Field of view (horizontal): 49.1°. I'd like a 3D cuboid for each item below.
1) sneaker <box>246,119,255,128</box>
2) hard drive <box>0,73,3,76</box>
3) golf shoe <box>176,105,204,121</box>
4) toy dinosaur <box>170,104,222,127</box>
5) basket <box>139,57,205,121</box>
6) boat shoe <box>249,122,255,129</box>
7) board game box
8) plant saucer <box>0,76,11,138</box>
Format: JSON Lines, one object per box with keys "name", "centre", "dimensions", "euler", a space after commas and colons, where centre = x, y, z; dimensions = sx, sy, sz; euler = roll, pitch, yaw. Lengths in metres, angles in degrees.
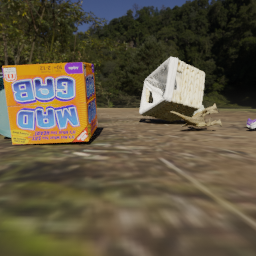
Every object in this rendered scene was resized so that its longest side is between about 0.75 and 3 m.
{"name": "sneaker", "centre": [4.063, -0.161, 8.574], "dimensions": [0.854, 0.356, 0.344], "euler": [4, 4, 39]}
{"name": "hard drive", "centre": [-2.921, -0.699, 7.235], "dimensions": [2.462, 1.661, 0.521], "euler": [0, -29, -21]}
{"name": "golf shoe", "centre": [2.290, -0.792, 11.306], "dimensions": [0.716, 0.870, 1.900], "euler": [-41, 21, -30]}
{"name": "toy dinosaur", "centre": [1.932, -0.206, 7.640], "dimensions": [1.095, 0.631, 2.166], "euler": [-17, -9, 23]}
{"name": "basket", "centre": [1.562, -1.264, 10.210], "dimensions": [1.449, 1.592, 2.349], "euler": [15, -15, -17]}
{"name": "boat shoe", "centre": [3.822, -0.302, 7.737], "dimensions": [1.093, 0.381, 0.387], "euler": [-22, -8, -1]}
{"name": "board game box", "centre": [-1.445, -0.554, 5.665], "dimensions": [1.434, 1.433, 1.433], "euler": [-2, 11, 1]}
{"name": "plant saucer", "centre": [-2.591, -0.460, 6.187], "dimensions": [0.246, 1.371, 1.371], "euler": [-4, 2, 33]}
